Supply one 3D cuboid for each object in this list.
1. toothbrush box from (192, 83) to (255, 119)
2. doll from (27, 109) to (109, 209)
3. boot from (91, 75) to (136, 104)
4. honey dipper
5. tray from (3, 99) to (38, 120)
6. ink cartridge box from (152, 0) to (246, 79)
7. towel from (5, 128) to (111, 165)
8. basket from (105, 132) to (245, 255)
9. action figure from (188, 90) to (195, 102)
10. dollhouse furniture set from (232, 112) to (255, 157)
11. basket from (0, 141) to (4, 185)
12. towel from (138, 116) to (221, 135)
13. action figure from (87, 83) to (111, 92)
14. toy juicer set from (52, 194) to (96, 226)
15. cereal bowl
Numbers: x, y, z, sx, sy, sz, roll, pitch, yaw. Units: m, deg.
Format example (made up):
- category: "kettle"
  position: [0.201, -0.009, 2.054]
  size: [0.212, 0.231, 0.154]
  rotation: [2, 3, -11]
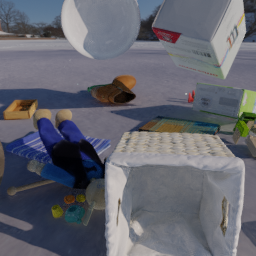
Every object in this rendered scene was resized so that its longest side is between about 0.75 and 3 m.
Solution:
- category: "toothbrush box"
  position: [3.466, -0.890, 9.458]
  size: [1.618, 0.956, 2.222]
  rotation: [18, 15, 40]
- category: "doll"
  position: [-1.100, 0.587, 5.583]
  size: [1.821, 0.647, 2.669]
  rotation: [-2, 37, -41]
- category: "boot"
  position: [-0.201, -1.631, 12.304]
  size: [2.454, 0.904, 1.898]
  rotation: [-26, 28, -28]
- category: "honey dipper"
  position: [-1.625, 1.077, 5.559]
  size: [1.444, 0.274, 0.274]
  rotation: [-13, 23, -30]
- category: "tray"
  position: [-3.983, -0.715, 10.533]
  size: [0.872, 0.327, 1.768]
  rotation: [-3, 19, -8]
- category: "ink cartridge box"
  position: [2.493, -3.249, 9.329]
  size: [2.045, 2.035, 2.814]
  rotation: [24, -3, 28]
- category: "towel"
  position: [-1.809, 0.440, 7.346]
  size: [2.294, 0.274, 1.661]
  rotation: [10, 23, 26]
- category: "basket"
  position: [0.566, 0.960, 3.934]
  size: [1.639, 1.624, 1.318]
  rotation: [1, 15, 5]
- category: "action figure"
  position: [3.792, -1.211, 11.588]
  size: [2.483, 0.642, 0.812]
  rotation: [13, 21, 26]
- category: "dollhouse furniture set"
  position: [3.415, 0.370, 7.540]
  size: [0.921, 0.711, 1.843]
  rotation: [5, 38, -8]
- category: "basket"
  position: [-3.299, 0.480, 3.745]
  size: [1.865, 2.472, 2.742]
  rotation: [20, 1, 27]
- category: "towel"
  position: [1.603, 0.032, 8.596]
  size: [2.157, 0.234, 1.582]
  rotation: [9, 21, 28]
- category: "action figure"
  position: [-1.302, -1.955, 13.840]
  size: [1.633, 0.447, 0.965]
  rotation: [1, 20, 25]
- category: "toy juicer set"
  position: [-0.833, 1.370, 4.702]
  size: [0.840, 0.229, 0.534]
  rotation: [6, 34, 34]
- category: "cereal bowl"
  position: [-0.932, -3.720, 9.616]
  size: [2.620, 2.620, 1.091]
  rotation: [-3, 25, -7]
